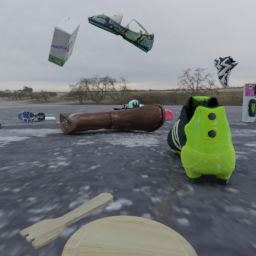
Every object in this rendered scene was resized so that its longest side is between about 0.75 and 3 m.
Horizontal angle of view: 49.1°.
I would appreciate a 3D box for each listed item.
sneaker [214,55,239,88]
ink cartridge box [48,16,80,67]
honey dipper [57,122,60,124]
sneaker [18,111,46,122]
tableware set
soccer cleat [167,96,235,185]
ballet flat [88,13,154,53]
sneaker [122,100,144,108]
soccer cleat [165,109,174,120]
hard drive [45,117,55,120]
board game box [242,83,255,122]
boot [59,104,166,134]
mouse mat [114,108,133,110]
[{"bbox_3d":[2.943,-1.661,8.134,0.627,0.964,0.385,-13,11,41],"label":"sneaker"},{"bbox_3d":[-2.651,-3.591,11.620,0.697,1.659,1.201,24,44,-6],"label":"ink cartridge box"},{"bbox_3d":[-2.863,-0.273,12.262,0.169,0.169,0.888,2,8,15],"label":"honey dipper"},{"bbox_3d":[-4.589,-0.482,13.172,0.566,0.512,1.329,-8,-8,42],"label":"sneaker"},{"bbox_3d":[-0.252,0.810,1.077,0.991,0.300,1.499,19,22,35],"label":"tableware set"},{"bbox_3d":[1.138,0.038,4.512,0.914,1.097,2.707,0,6,4],"label":"soccer cleat"},{"bbox_3d":[-0.162,-3.486,9.699,2.439,0.906,0.906,22,-2,-20],"label":"ballet flat"},{"bbox_3d":[-0.005,-1.075,16.690,1.603,0.891,2.292,-1,-10,20],"label":"sneaker"},{"bbox_3d":[1.422,-0.666,14.079,1.731,0.577,0.662,-5,11,-10],"label":"soccer cleat"},{"bbox_3d":[-4.264,-0.474,14.310,0.960,0.126,0.633,-3,7,-28],"label":"hard drive"},{"bbox_3d":[6.549,-1.148,12.671,2.444,1.803,0.786,1,5,15],"label":"board game box"},{"bbox_3d":[-0.562,-0.240,8.381,2.652,0.852,2.472,0,-8,-34],"label":"boot"},{"bbox_3d":[0.690,-0.812,15.142,2.658,0.100,2.139,0,-10,11],"label":"mouse mat"}]
